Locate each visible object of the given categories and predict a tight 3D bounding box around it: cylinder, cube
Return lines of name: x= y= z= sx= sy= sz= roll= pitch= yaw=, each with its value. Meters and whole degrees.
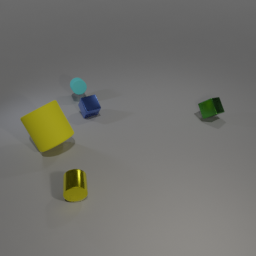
cylinder: x=-2.870 y=-0.076 z=10.034 sx=1.400 sy=1.400 sz=1.400 roll=-27 pitch=11 yaw=6
cube: x=3.551 y=-0.854 z=11.942 sx=0.700 sy=0.700 sz=0.700 roll=-12 pitch=-8 yaw=-44
cylinder: x=-1.555 y=1.689 z=8.255 sx=0.700 sy=0.700 sz=0.700 roll=-5 pitch=42 yaw=-8
cube: x=-1.679 y=-0.937 z=12.196 sx=0.700 sy=0.700 sz=0.700 roll=-18 pitch=75 yaw=-25
cylinder: x=-2.368 y=-1.999 z=13.326 sx=0.700 sy=0.700 sz=0.700 roll=-10 pitch=22 yaw=-16
